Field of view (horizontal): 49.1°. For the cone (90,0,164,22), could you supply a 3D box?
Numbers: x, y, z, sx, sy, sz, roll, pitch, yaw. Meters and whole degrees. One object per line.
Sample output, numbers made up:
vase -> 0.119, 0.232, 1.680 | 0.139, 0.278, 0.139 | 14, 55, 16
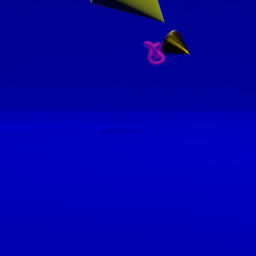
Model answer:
cone -> 0.238, -2.726, 5.880 | 1.471, 1.465, 1.465 | 36, -11, -22

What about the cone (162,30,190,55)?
cone -> 1.798, -2.721, 9.580 | 0.909, 0.909, 0.913 | -4, 38, -44

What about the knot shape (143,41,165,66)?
knot shape -> 1.110, -2.995, 11.378 | 0.520, 1.053, 1.125 | -25, -21, 34
